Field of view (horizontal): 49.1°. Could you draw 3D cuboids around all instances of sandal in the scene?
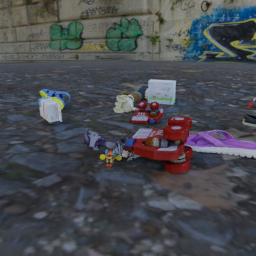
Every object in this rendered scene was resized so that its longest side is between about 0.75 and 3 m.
[{"bbox_3d":[-3.899,-1.622,15.063,2.305,0.916,1.004,26,54,39],"label":"sandal"},{"bbox_3d":[3.044,0.373,9.299,2.837,0.697,1.154,6,18,20],"label":"sandal"}]

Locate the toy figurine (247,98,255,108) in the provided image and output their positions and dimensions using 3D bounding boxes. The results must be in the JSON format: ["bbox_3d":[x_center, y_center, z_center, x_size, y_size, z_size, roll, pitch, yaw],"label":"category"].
[{"bbox_3d":[7.059,-1.207,15.047,1.258,0.663,0.753,-21,55,-43],"label":"toy figurine"}]

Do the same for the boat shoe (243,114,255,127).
[{"bbox_3d":[5.656,-0.280,11.781,1.550,0.482,0.578,12,19,31],"label":"boat shoe"}]

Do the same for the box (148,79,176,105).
[{"bbox_3d":[1.945,-2.089,16.151,1.492,1.317,0.722,5,18,18],"label":"box"}]

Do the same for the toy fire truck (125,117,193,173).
[{"bbox_3d":[0.928,0.447,8.290,1.837,1.227,2.188,0,16,18],"label":"toy fire truck"}]

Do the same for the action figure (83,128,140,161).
[{"bbox_3d":[-0.408,0.540,8.589,1.891,0.656,1.230,13,-2,9],"label":"action figure"}]

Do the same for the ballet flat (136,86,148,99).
[{"bbox_3d":[1.226,-2.259,17.592,0.890,0.890,2.435,6,16,20],"label":"ballet flat"}]

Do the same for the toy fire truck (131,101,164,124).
[{"bbox_3d":[0.886,-0.568,12.527,1.358,0.761,1.140,4,42,14],"label":"toy fire truck"}]

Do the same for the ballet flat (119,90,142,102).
[{"bbox_3d":[0.043,-1.857,16.749,0.703,0.659,1.944,-32,30,-23],"label":"ballet flat"}]

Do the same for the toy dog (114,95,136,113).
[{"bbox_3d":[-0.090,-1.296,14.443,1.216,0.875,1.254,8,16,5],"label":"toy dog"}]

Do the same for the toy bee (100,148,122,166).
[{"bbox_3d":[-0.558,0.874,8.260,0.616,0.512,0.942,-1,-9,26],"label":"toy bee"}]

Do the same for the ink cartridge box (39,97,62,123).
[{"bbox_3d":[-3.333,-0.761,11.958,0.464,0.806,1.391,-15,26,-32],"label":"ink cartridge box"}]
